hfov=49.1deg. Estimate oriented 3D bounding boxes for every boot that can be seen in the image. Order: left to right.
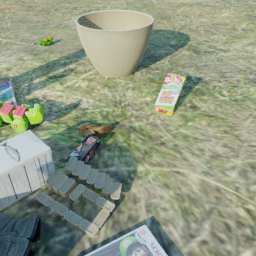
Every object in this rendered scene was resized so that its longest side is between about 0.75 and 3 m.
[{"bbox_3d":[-2.360,2.234,4.598,1.369,0.710,2.096,11,38,5],"label":"boot"},{"bbox_3d":[-0.942,0.050,7.942,0.827,0.317,0.642,-29,36,-33],"label":"boot"}]

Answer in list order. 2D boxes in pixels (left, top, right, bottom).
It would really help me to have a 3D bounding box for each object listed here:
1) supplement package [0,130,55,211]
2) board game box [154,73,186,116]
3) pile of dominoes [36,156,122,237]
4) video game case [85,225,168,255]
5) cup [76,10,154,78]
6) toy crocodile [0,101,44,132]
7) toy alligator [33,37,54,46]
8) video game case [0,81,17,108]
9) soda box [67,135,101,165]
[{"bbox_3d":[-2.564,0.934,6.100,1.645,0.965,0.961,-30,46,-35],"label":"supplement package"},{"bbox_3d":[1.323,-1.073,8.893,0.624,0.196,1.307,19,83,25],"label":"board game box"},{"bbox_3d":[-0.999,1.426,6.055,1.663,0.265,1.297,25,52,22],"label":"pile of dominoes"},{"bbox_3d":[-0.002,2.518,4.572,1.649,0.193,1.499,-19,40,-24],"label":"video game case"},{"bbox_3d":[-0.485,-3.171,10.831,2.860,2.045,2.860,0,35,0],"label":"cup"},{"bbox_3d":[-3.456,-0.422,8.043,2.209,0.682,0.746,7,56,9],"label":"toy crocodile"},{"bbox_3d":[-4.055,-4.137,13.656,0.337,0.368,1.240,53,50,-1],"label":"toy alligator"},{"bbox_3d":[-4.572,-0.870,9.241,1.609,0.196,2.250,-15,38,-20],"label":"video game case"},{"bbox_3d":[-1.095,0.617,7.074,0.371,0.332,1.049,14,38,18],"label":"soda box"}]
